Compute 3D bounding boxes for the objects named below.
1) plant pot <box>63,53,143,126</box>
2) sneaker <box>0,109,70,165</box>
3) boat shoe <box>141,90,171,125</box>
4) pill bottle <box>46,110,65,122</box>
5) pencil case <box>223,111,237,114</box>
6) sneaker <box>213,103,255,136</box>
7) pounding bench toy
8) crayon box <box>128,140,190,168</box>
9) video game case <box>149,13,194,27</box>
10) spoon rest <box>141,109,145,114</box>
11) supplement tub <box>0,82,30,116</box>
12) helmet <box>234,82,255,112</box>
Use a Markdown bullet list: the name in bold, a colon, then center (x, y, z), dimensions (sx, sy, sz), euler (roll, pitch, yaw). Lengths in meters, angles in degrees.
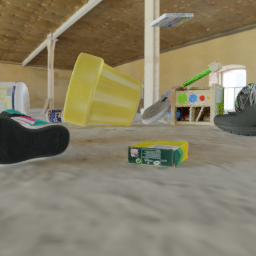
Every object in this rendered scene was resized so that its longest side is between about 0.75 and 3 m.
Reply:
- **plant pot**: center (-0.953, -1.300, 11.515), dimensions (2.721, 2.892, 2.892), euler (16, 2, -7)
- **sneaker**: center (-1.755, 0.071, 3.957), dimensions (1.021, 0.707, 1.691), euler (8, -1, 30)
- **boat shoe**: center (1.724, -0.713, 13.618), dimensions (1.075, 1.241, 2.911), euler (0, 32, 38)
- **pill bottle**: center (-3.688, -0.649, 15.143), dimensions (1.268, 0.704, 0.704), euler (1, 4, 10)
- **pencil case**: center (4.511, -0.332, 10.600), dimensions (1.699, 0.661, 0.760), euler (0, 7, 8)
- **sneaker**: center (3.577, -0.359, 7.329), dimensions (2.582, 1.172, 0.980), euler (1, 6, 25)
- **pounding bench toy**: center (3.074, -1.541, 12.671), dimensions (2.188, 2.805, 1.742), euler (3, 5, 31)
- **crayon box**: center (0.466, 0.324, 3.858), dimensions (0.612, 0.245, 0.965), euler (2, 5, 25)
- **video game case**: center (1.452, -3.645, 9.475), dimensions (1.071, 0.130, 1.176), euler (-8, 6, -20)
- **spoon rest**: center (1.678, -0.834, 19.853), dimensions (1.074, 0.655, 2.162), euler (5, -7, 42)
- **supplement tub**: center (-6.499, -1.251, 13.829), dimensions (2.832, 2.053, 2.053), euler (-1, 4, -7)
- **helmet**: center (6.156, -1.114, 13.430), dimensions (2.177, 2.177, 2.076), euler (2, -13, 28)
